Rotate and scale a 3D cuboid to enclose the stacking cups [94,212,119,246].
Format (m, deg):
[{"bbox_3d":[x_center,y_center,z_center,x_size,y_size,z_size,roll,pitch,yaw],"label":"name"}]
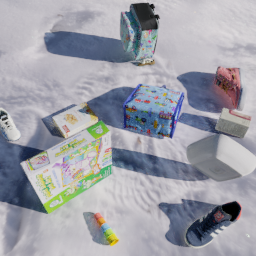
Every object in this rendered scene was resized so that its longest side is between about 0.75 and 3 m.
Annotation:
[{"bbox_3d":[-0.667,3.051,8.552,0.326,0.326,1.079,-26,52,-19],"label":"stacking cups"}]

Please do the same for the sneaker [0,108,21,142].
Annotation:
[{"bbox_3d":[-4.733,-0.125,10.910,0.615,0.620,1.711,-30,58,-23],"label":"sneaker"}]

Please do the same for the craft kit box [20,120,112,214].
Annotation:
[{"bbox_3d":[-1.663,1.258,8.530,2.527,2.559,0.621,-28,58,-20],"label":"craft kit box"}]

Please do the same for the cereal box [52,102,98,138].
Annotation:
[{"bbox_3d":[-2.122,-0.347,11.275,1.515,0.299,1.090,-29,56,-21],"label":"cereal box"}]

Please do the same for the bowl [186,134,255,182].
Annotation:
[{"bbox_3d":[2.875,1.078,8.895,1.818,1.821,0.680,34,60,-15],"label":"bowl"}]

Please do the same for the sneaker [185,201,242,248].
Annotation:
[{"bbox_3d":[2.569,2.794,8.380,2.038,0.861,0.764,-28,56,-20],"label":"sneaker"}]

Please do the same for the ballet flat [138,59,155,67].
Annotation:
[{"bbox_3d":[0.896,-3.192,13.573,0.875,0.316,0.297,-5,51,-4],"label":"ballet flat"}]

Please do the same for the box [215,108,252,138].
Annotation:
[{"bbox_3d":[4.096,-0.194,10.884,1.135,0.726,0.618,21,54,16],"label":"box"}]

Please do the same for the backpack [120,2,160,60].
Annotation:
[{"bbox_3d":[0.533,-4.417,13.293,1.753,2.328,2.067,-13,56,-5],"label":"backpack"}]

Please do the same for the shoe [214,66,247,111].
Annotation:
[{"bbox_3d":[4.353,-1.750,12.060,1.208,0.949,2.656,9,46,9],"label":"shoe"}]

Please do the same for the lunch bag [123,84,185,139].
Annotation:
[{"bbox_3d":[1.150,-1.046,11.409,2.010,1.256,2.670,13,43,13],"label":"lunch bag"}]
